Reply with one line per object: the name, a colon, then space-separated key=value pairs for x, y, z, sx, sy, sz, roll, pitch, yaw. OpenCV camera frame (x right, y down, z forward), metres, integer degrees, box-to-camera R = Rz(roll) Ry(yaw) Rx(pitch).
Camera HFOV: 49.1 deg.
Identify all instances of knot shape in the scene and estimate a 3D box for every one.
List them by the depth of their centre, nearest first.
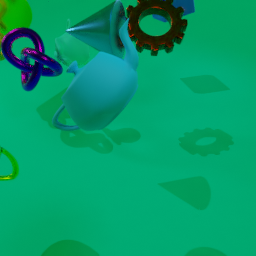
knot shape: x=-2.325 y=-1.507 z=6.692 sx=1.475 sy=1.380 sz=0.682 roll=38 pitch=42 yaw=1
knot shape: x=-3.475 y=-2.301 z=7.457 sx=0.540 sy=1.094 sz=1.169 roll=-32 pitch=66 yaw=-15

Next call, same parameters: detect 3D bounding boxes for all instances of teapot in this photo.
teapot: x=-0.344 y=-0.506 z=3.234 sx=0.752 sy=1.536 sz=0.955 roll=40 pitch=18 yaw=-14
teapot: x=-2.444 y=0.436 z=3.649 sx=2.022 sy=0.990 sz=1.257 roll=12 pitch=3 yaw=-35

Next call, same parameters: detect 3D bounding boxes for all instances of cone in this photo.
cone: x=-0.612 y=-1.621 z=4.706 sx=0.972 sy=0.968 sz=0.968 roll=6 pitch=40 yaw=13
cone: x=-3.605 y=-3.695 z=7.797 sx=1.653 sy=1.653 sz=1.659 roll=-10 pitch=61 yaw=-12

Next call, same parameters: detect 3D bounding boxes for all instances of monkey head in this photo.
monkey head: x=-1.361 y=-1.878 z=6.759 sx=0.778 sy=1.291 sz=0.929 roll=-35 pitch=21 yaw=-21

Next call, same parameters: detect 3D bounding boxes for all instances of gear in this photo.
gear: x=0.588 y=-2.268 z=6.155 sx=1.378 sy=0.255 sz=1.378 roll=0 pitch=75 yaw=0

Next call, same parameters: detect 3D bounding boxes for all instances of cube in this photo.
cube: x=1.305 y=-3.992 z=8.620 sx=1.043 sy=1.043 sz=1.043 roll=-21 pitch=32 yaw=-6
